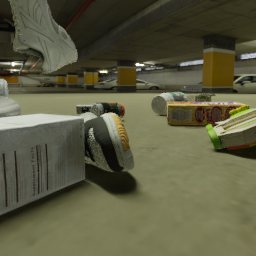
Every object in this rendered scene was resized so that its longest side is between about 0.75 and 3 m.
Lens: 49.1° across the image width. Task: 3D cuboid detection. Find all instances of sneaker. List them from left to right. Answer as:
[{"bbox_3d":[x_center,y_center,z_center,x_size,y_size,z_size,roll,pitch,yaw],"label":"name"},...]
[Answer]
[{"bbox_3d":[-1.750,-1.805,4.973,0.929,1.870,0.729,-40,13,-18],"label":"sneaker"},{"bbox_3d":[-0.717,0.294,4.292,1.036,0.894,2.364,-17,9,-21],"label":"sneaker"}]

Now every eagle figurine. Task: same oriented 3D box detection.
[{"bbox_3d":[-2.802,0.042,4.446,1.436,1.428,1.893,12,0,12],"label":"eagle figurine"}]

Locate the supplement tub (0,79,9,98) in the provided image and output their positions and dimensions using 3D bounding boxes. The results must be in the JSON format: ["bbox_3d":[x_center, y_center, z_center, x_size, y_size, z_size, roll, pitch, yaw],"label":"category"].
[{"bbox_3d":[-4.827,-0.721,8.274,2.412,1.478,1.478,-4,9,-22],"label":"supplement tub"}]

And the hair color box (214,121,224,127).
[{"bbox_3d":[2.821,-0.030,7.710,0.885,0.283,0.491,-9,13,-42],"label":"hair color box"}]

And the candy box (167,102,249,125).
[{"bbox_3d":[2.577,-0.504,9.434,2.504,0.707,1.461,0,9,7],"label":"candy box"}]

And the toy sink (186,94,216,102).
[{"bbox_3d":[3.649,-1.278,14.221,0.955,0.821,1.466,-3,4,-19],"label":"toy sink"}]

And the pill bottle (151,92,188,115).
[{"bbox_3d":[1.859,-1.089,12.461,0.966,0.966,1.709,7,12,41],"label":"pill bottle"}]

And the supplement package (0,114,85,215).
[{"bbox_3d":[-1.343,0.338,3.266,0.895,0.862,1.574,5,10,32],"label":"supplement package"}]

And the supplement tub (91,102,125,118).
[{"bbox_3d":[-0.709,-0.594,10.099,1.119,0.685,0.685,-5,10,-36],"label":"supplement tub"}]

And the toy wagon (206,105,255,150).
[{"bbox_3d":[2.652,-0.157,5.996,1.884,0.481,2.429,-23,2,14],"label":"toy wagon"}]

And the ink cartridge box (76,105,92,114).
[{"bbox_3d":[-1.935,-0.872,12.999,0.878,0.364,0.640,-1,9,-4],"label":"ink cartridge box"}]
